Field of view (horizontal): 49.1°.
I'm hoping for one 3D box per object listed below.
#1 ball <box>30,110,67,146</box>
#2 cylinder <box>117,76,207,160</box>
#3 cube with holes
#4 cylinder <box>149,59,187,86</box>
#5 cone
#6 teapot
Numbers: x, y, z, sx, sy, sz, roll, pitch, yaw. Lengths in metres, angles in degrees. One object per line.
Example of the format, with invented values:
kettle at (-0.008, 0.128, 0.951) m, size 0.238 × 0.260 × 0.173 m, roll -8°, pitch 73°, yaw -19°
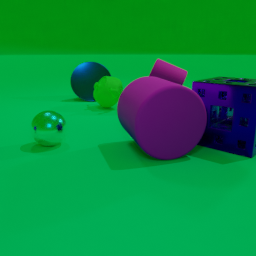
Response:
ball at (-1.632, 0.007, 5.785) m, size 0.739 × 0.739 × 0.739 m, roll 0°, pitch 16°, yaw 0°
cylinder at (0.592, -0.251, 5.462) m, size 1.362 × 1.362 × 1.362 m, roll -4°, pitch 18°, yaw -15°
cube with holes at (2.209, -0.326, 5.866) m, size 1.316 × 1.316 × 1.316 m, roll 13°, pitch 21°, yaw 39°
cylinder at (1.221, -1.548, 9.078) m, size 1.062 × 1.062 × 1.062 m, roll 24°, pitch 18°, yaw 2°
cone at (-1.483, -1.647, 11.472) m, size 1.595 × 1.595 × 1.601 m, roll -2°, pitch -10°, yaw -7°
teapot at (-0.711, -1.245, 9.327) m, size 0.864 × 1.097 × 1.765 m, roll 27°, pitch -1°, yaw -28°
